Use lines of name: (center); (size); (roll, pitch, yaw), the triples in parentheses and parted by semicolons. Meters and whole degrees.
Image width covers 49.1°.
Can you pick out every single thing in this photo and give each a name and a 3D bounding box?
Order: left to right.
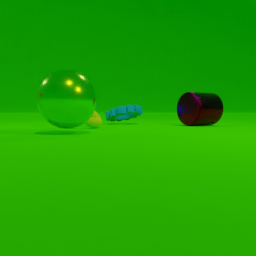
ball: (-1.343, -0.633, 6.192); (1.299, 1.299, 1.299); (0, 3, 0)
ring: (-1.363, -0.498, 8.299); (1.387, 0.277, 1.387); (37, 11, -9)
gear: (-0.161, -0.555, 10.842); (1.414, 0.261, 1.414); (-10, -10, -2)
cylinder: (2.443, -0.651, 9.555); (1.128, 1.128, 1.128); (-2, 4, -31)
